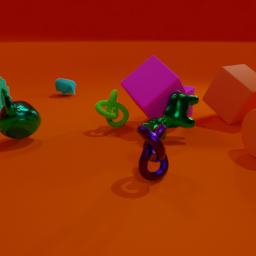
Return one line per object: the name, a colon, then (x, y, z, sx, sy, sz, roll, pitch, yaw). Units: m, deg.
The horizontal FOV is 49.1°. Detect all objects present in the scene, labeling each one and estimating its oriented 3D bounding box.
cube: (3.323, -1.044, 8.545, 1.254, 1.254, 1.254, -14, 52, -35)
teapot: (-2.685, -1.734, 12.062, 1.449, 0.710, 0.901, 16, 8, 39)
cylinder: (3.236, 0.100, 6.109, 1.055, 1.055, 1.055, -3, 19, -10)
cube: (1.514, -0.817, 8.990, 0.951, 0.951, 0.951, 11, 21, 26)
cow figurine: (1.036, -0.326, 7.065, 1.308, 1.330, 0.730, 10, -3, -3)
knot shape: (0.470, 0.332, 5.188, 0.510, 1.104, 1.033, -3, 30, 12)
knot shape: (-0.417, -0.594, 7.833, 0.486, 0.985, 1.052, -13, -28, 39)
teapot: (-2.702, -0.283, 6.858, 1.025, 1.648, 0.807, -21, 63, -12)
gear: (-3.771, -0.811, 8.297, 0.251, 1.355, 1.355, -8, 20, -6)
cube: (0.766, -0.994, 7.811, 1.209, 1.209, 1.209, -40, 54, 3)
